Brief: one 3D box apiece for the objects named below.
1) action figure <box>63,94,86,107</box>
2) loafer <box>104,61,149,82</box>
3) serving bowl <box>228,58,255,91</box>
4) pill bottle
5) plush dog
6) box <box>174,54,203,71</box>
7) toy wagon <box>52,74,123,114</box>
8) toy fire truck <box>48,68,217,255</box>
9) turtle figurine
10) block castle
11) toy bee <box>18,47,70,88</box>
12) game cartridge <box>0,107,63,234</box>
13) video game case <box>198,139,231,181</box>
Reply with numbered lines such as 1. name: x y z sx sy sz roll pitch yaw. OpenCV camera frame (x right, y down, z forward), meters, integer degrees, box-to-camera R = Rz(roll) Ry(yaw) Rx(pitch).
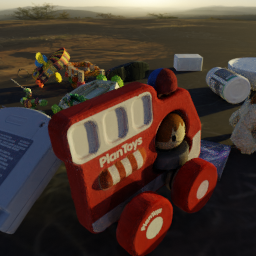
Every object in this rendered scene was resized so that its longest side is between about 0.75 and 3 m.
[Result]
1. action figure: -1.401 -0.610 7.408 0.376 0.813 1.377 -27 30 -24
2. loafer: -0.101 -2.478 12.252 2.355 0.857 0.851 -17 26 -34
3. serving bowl: 5.457 -2.073 11.222 2.885 0.949 2.885 0 25 0
4. pill bottle: 3.584 -1.624 10.247 0.980 0.980 1.732 -4 27 -8
5. plush dog: 3.478 -0.048 6.878 1.502 1.403 1.749 28 30 3
6. box: 3.012 -3.311 14.135 1.247 0.663 0.949 0 26 -1
7. toy wagon: -1.054 -0.873 8.393 2.007 0.512 2.587 -39 32 -24
8. toy fire truck: 0.254 0.352 4.411 2.754 2.313 1.544 -27 37 -33
9. turtle figurine: -3.122 -0.739 8.581 1.144 1.179 0.849 19 69 27
10. block castle: -1.810 -2.128 11.513 1.204 0.845 1.802 -10 29 -28
11. toy bee: -3.410 -2.282 11.651 1.540 2.352 1.279 23 38 -41
12. game cartridge: -2.228 0.481 4.972 2.828 0.578 1.882 10 63 41
13. video game case: 1.733 0.660 6.454 1.018 0.135 1.426 13 28 24
